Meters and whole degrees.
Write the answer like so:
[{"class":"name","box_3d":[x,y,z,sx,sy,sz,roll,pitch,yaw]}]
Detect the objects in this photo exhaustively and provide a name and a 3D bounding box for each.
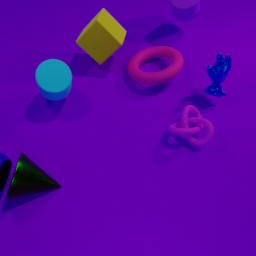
[{"class":"cylinder","box_3d":[-2.075,-1.328,7.891,0.940,0.940,0.940,2,83,-13]},{"class":"ring","box_3d":[0.867,-2.040,8.988,1.808,0.362,1.808,-8,46,8]},{"class":"cone","box_3d":[-2.199,1.304,6.857,1.193,1.189,1.189,19,54,-20]},{"class":"cylinder","box_3d":[-3.334,1.120,6.704,0.861,0.861,0.861,1,44,1]},{"class":"knot shape","box_3d":[1.796,-0.003,7.625,1.194,0.552,1.117,-39,64,-23]},{"class":"cube","box_3d":[-0.819,-2.869,8.807,1.040,1.040,1.040,40,35,-23]},{"class":"cylinder","box_3d":[1.932,-4.306,9.536,1.012,1.012,1.012,-1,87,13]},{"class":"cow figurine","box_3d":[2.660,-1.469,8.183,0.598,1.073,1.090,27,73,39]}]
